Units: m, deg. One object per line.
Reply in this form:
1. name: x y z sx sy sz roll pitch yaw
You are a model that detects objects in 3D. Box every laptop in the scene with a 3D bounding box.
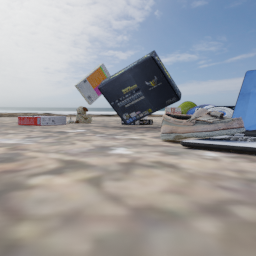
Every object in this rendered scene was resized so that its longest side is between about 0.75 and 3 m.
1. laptop: 2.653 -0.449 4.594 2.516 1.557 2.687 2 3 45

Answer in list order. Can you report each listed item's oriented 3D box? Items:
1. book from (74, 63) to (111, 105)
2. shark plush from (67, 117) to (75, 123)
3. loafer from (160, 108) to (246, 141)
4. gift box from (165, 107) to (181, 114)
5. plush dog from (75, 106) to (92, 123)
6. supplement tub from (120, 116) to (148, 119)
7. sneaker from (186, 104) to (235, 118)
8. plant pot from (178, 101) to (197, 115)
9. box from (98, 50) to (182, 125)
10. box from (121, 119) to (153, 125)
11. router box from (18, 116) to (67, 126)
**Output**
1. book: -1.671 -2.278 14.534 1.906 1.273 0.458 -46 25 -24
2. shark plush: -3.412 -0.327 16.603 0.330 0.360 0.791 21 -28 -27
3. loafer: 1.240 -0.100 5.179 0.673 0.588 1.871 -4 -4 -34
4. gift box: 2.126 -0.487 13.093 0.821 0.890 0.831 -4 -13 2
5. plush dog: -2.821 -0.808 16.851 1.201 1.032 0.964 3 4 41
6. supplement tub: 0.410 -0.936 18.767 1.672 1.103 1.103 0 3 19
7. sneaker: 2.890 -0.450 10.327 2.369 0.955 1.735 9 4 41
8. plant pot: 2.796 -0.655 14.112 1.233 1.233 1.188 2 15 40
9. box: 0.476 -1.562 11.628 2.790 2.200 0.712 -25 24 27
10. box: 0.475 -0.316 14.494 1.311 0.285 1.050 -2 4 -41
11. router box: -4.296 -0.376 14.134 1.603 0.436 1.786 2 3 30
